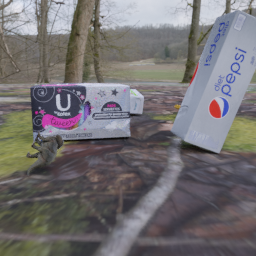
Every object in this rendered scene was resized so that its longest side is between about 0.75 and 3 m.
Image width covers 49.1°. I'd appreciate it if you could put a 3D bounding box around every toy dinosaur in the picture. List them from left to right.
[{"bbox_3d":[-1.390,0.378,4.746,0.501,0.377,0.980,27,45,-15],"label":"toy dinosaur"}]

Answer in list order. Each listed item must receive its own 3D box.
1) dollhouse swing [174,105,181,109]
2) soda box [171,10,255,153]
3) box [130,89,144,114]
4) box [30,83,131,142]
[{"bbox_3d":[2.609,-0.957,10.263,1.202,1.242,1.367,32,-6,-29],"label":"dollhouse swing"},{"bbox_3d":[1.894,-0.938,5.925,0.867,2.734,0.933,19,9,-13],"label":"soda box"},{"bbox_3d":[-0.200,-1.133,11.252,1.327,0.727,1.504,1,19,-13],"label":"box"},{"bbox_3d":[-1.218,-0.497,7.394,2.377,1.364,1.570,-3,10,-10],"label":"box"}]
